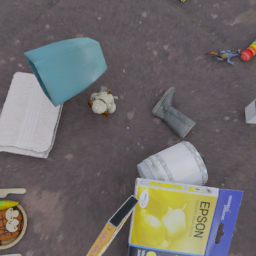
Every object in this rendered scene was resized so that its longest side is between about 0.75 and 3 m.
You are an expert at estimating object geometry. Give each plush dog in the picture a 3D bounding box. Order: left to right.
[{"bbox_3d":[-0.827,-0.781,8.956,0.938,0.753,0.806,33,54,-5],"label":"plush dog"}]

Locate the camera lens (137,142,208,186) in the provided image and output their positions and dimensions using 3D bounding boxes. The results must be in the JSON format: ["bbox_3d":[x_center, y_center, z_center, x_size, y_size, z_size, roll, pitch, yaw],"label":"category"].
[{"bbox_3d":[1.321,1.296,8.209,1.753,1.402,1.402,-23,74,-7],"label":"camera lens"}]

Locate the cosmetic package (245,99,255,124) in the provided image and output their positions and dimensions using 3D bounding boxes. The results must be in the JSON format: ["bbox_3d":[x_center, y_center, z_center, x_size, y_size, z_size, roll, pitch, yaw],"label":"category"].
[{"bbox_3d":[4.187,-0.562,8.973,0.444,1.047,0.563,3,71,-1],"label":"cosmetic package"}]

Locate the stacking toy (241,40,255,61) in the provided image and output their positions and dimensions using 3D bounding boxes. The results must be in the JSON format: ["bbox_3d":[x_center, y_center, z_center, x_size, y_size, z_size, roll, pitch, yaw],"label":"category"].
[{"bbox_3d":[4.576,-2.888,9.986,1.324,0.565,0.565,-37,76,-6],"label":"stacking toy"}]

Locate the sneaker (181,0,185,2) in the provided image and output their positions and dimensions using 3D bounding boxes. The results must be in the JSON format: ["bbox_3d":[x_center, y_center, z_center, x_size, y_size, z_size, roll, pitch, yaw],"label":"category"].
[{"bbox_3d":[2.237,-5.263,10.810,0.350,0.308,0.826,38,77,11],"label":"sneaker"}]

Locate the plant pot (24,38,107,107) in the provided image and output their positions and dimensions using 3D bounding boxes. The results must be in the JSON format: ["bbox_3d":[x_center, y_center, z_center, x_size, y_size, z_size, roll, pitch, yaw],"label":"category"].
[{"bbox_3d":[-1.708,-1.817,8.140,1.919,1.357,1.356,-30,37,-16],"label":"plant pot"}]

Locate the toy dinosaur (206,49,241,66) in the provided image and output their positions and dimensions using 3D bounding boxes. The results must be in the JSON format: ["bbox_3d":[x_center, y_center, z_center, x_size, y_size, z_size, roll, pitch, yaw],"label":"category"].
[{"bbox_3d":[3.506,-2.666,9.947,0.953,0.551,1.050,-21,50,-33],"label":"toy dinosaur"}]

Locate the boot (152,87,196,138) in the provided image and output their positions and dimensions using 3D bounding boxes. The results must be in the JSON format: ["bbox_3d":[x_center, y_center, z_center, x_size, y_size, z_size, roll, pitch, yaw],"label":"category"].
[{"bbox_3d":[1.638,-0.528,9.254,1.382,0.502,1.257,34,90,17],"label":"boot"}]

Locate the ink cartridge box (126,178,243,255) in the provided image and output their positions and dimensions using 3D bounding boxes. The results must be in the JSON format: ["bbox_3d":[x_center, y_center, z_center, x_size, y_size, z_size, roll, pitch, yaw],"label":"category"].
[{"bbox_3d":[1.442,2.823,7.454,2.812,0.661,2.779,7,106,4],"label":"ink cartridge box"}]

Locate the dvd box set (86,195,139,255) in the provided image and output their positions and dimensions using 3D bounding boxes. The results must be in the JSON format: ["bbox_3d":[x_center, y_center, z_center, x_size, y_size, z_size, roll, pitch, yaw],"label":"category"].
[{"bbox_3d":[-0.437,2.493,6.616,0.248,1.234,1.687,36,116,13],"label":"dvd box set"}]

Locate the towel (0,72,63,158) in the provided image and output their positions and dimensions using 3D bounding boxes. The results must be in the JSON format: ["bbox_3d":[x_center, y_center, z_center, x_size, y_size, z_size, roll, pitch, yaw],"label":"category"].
[{"bbox_3d":[-3.202,-0.494,9.246,1.894,0.493,2.858,8,73,2],"label":"towel"}]

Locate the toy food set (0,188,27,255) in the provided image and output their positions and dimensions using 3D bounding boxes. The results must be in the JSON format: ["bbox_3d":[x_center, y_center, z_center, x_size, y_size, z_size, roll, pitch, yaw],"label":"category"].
[{"bbox_3d":[-3.751,2.845,8.246,1.481,0.431,2.146,-4,73,-1],"label":"toy food set"}]
